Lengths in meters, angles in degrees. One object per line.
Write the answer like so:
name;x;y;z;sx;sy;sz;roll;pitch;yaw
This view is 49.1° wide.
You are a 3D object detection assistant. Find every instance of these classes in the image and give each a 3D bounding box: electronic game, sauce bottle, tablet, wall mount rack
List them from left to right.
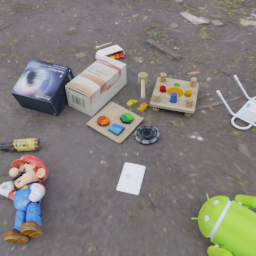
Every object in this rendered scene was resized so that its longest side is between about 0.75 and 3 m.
sauce bottle;-4.207;0.681;10.864;1.508;0.498;0.498;-5;47;-5
tablet;0.123;1.799;10.080;0.801;0.084;1.232;10;47;10
electronic game;0.772;0.263;11.431;1.031;0.214;1.031;-3;45;4
wall mount rack;5.170;-1.151;12.255;2.263;0.971;2.605;34;55;28

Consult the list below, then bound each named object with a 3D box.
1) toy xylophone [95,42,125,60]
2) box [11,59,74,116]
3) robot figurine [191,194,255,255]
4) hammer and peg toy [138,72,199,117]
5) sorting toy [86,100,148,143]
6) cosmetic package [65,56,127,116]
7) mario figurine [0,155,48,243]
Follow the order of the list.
toy xylophone;-1.048;-4.201;15.505;1.704;0.428;1.248;-18;49;-16
box;-3.671;-1.813;12.410;1.987;1.225;1.971;14;65;13
robot figurine;3.118;2.925;8.117;2.380;1.377;2.088;30;70;24
hammer and peg toy;1.696;-1.550;12.641;2.784;0.982;2.048;10;49;10
sorting toy;-0.322;-0.565;12.126;1.903;0.342;2.554;27;52;23
cosmetic package;-1.387;-2.000;12.878;1.446;1.221;2.798;24;51;21
mario figurine;-3.436;2.037;8.901;1.760;1.511;2.851;-8;49;-6
